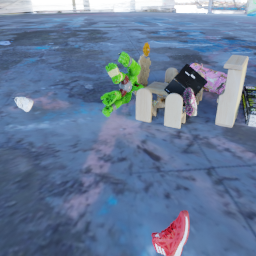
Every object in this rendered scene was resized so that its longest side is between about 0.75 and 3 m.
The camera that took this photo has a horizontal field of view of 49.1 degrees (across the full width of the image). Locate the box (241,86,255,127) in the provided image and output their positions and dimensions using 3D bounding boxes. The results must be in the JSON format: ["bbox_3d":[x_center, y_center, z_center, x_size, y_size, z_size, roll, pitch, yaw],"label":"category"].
[{"bbox_3d":[4.766,-0.660,8.844,2.082,0.495,2.011,6,33,12],"label":"box"}]

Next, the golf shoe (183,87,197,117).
[{"bbox_3d":[1.826,-0.751,8.193,0.313,0.863,0.397,-12,-15,40],"label":"golf shoe"}]

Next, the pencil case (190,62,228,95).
[{"bbox_3d":[3.111,-1.758,10.231,2.027,0.877,0.839,28,17,32],"label":"pencil case"}]

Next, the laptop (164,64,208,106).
[{"bbox_3d":[1.766,-1.300,8.611,0.861,0.971,0.502,41,-4,0],"label":"laptop"}]

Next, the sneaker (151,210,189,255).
[{"bbox_3d":[0.573,1.478,3.911,0.451,0.781,0.306,10,15,1],"label":"sneaker"}]

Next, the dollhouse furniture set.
[{"bbox_3d":[2.032,-1.347,8.852,2.901,1.888,2.665,13,30,24],"label":"dollhouse furniture set"}]

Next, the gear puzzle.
[{"bbox_3d":[0.473,-2.053,9.813,0.251,1.915,0.992,11,5,26],"label":"gear puzzle"}]

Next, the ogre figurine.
[{"bbox_3d":[-0.156,-1.316,8.580,0.958,1.952,1.170,11,17,32],"label":"ogre figurine"}]

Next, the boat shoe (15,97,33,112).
[{"bbox_3d":[-3.334,-0.789,8.858,0.393,0.401,1.133,31,-11,-36],"label":"boat shoe"}]
